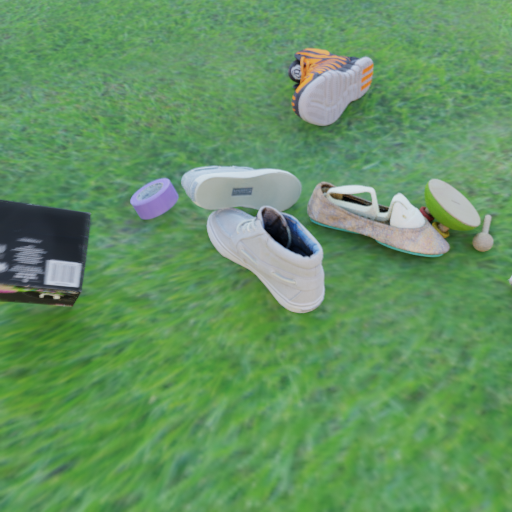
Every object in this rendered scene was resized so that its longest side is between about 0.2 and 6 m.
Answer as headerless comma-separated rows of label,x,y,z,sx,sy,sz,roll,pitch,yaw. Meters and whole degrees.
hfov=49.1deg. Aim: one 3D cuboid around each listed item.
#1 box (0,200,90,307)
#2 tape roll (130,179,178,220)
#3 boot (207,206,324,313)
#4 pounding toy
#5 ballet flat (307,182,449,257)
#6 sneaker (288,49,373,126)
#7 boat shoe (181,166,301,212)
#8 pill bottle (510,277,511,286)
box,-3.340,0.040,8.430,1.434,1.931,1.200,8,77,-20
tape roll,-1.985,-1.116,10.937,0.866,0.368,0.866,-20,31,13
boot,0.142,-0.379,9.662,1.072,1.393,2.915,-30,51,-27
pounding toy,3.660,-0.681,10.632,1.575,0.731,1.216,35,35,-6
ballet flat,2.249,-0.747,10.325,2.740,0.921,0.933,16,33,15
sneaker,1.411,-4.253,13.973,1.858,1.286,3.316,23,38,27
boat shoe,-0.263,-1.375,10.731,2.493,0.870,0.888,-3,30,-36
pill bottle,4.613,0.627,9.297,0.445,0.445,0.802,-8,46,-8
